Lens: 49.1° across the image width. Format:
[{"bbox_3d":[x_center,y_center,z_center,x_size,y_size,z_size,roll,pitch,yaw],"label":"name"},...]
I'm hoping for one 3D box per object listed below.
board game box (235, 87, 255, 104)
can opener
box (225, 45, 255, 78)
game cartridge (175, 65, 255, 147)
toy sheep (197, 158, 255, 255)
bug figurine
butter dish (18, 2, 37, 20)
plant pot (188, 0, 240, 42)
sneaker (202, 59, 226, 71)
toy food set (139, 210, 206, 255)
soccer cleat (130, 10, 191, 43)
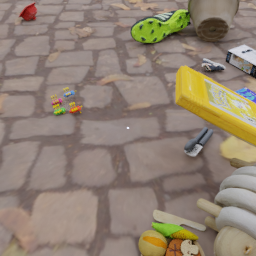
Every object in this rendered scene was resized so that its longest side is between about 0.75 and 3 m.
[{"bbox_3d":[3.256,-0.607,8.042,1.390,0.313,1.057,-23,48,-22],"label":"board game box"},{"bbox_3d":[1.805,0.318,7.042,0.305,0.386,1.160,28,45,28],"label":"can opener"},{"bbox_3d":[4.288,-2.329,9.787,0.868,0.448,1.489,-24,49,-24],"label":"box"},{"bbox_3d":[1.760,-0.476,5.336,1.845,0.299,1.626,28,32,-8],"label":"game cartridge"},{"bbox_3d":[2.381,1.387,4.990,1.742,1.742,2.526,32,66,29],"label":"toy sheep"},{"bbox_3d":[-1.817,-0.720,8.197,0.837,0.278,1.080,-19,50,-11],"label":"bug figurine"},{"bbox_3d":[-4.467,-5.232,12.842,0.817,0.604,0.815,-28,23,36],"label":"butter dish"},{"bbox_3d":[3.392,-4.531,11.236,2.073,2.073,1.799,7,59,8],"label":"plant pot"},{"bbox_3d":[2.927,-2.095,9.658,0.813,0.319,0.323,21,89,4],"label":"sneaker"},{"bbox_3d":[0.761,2.266,4.933,1.237,0.360,1.792,12,44,13],"label":"toy food set"},{"bbox_3d":[1.241,-4.191,11.546,2.996,1.012,1.214,-25,30,-25],"label":"soccer cleat"}]
